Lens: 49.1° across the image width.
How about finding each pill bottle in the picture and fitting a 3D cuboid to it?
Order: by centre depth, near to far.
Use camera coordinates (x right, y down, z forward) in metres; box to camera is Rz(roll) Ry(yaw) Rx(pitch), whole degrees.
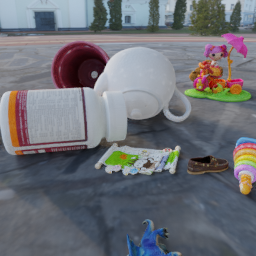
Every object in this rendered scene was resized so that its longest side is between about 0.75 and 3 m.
[{"bbox_3d":[-1.617,-0.226,7.380,2.985,1.635,1.635,-4,23,-12],"label":"pill bottle"}]

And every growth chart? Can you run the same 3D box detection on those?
[{"bbox_3d":[0.289,0.763,6.934,1.977,0.175,1.431,3,24,10],"label":"growth chart"}]

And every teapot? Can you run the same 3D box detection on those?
[{"bbox_3d":[0.398,-1.167,9.320,2.687,2.652,1.963,-14,54,25],"label":"teapot"}]

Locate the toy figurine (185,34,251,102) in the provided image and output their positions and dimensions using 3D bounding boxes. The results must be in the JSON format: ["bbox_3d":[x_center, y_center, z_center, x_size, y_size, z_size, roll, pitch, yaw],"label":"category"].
[{"bbox_3d":[3.973,-2.690,12.059,2.854,2.627,2.142,2,23,6],"label":"toy figurine"}]

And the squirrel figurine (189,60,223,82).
[{"bbox_3d":[3.949,-2.746,14.288,1.476,1.119,1.581,-18,25,-22],"label":"squirrel figurine"}]

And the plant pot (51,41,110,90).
[{"bbox_3d":[-1.728,-2.322,11.921,2.418,2.418,2.164,3,7,7],"label":"plant pot"}]

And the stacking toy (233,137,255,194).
[{"bbox_3d":[2.597,0.912,6.061,0.767,0.811,1.397,13,40,23],"label":"stacking toy"}]

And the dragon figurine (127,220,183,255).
[{"bbox_3d":[0.220,1.806,3.945,0.859,0.509,1.728,-6,24,-15],"label":"dragon figurine"}]

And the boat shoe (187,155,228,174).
[{"bbox_3d":[1.884,0.824,6.517,1.054,0.371,0.371,-6,21,-18],"label":"boat shoe"}]
